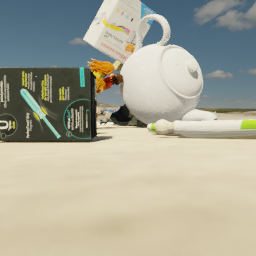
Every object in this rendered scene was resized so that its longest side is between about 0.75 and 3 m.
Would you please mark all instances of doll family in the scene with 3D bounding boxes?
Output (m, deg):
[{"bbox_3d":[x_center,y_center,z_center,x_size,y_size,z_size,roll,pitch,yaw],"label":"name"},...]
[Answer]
[{"bbox_3d":[-1.025,-1.053,7.411,1.462,1.062,2.356,-16,33,39],"label":"doll family"}]

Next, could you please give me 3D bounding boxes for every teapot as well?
[{"bbox_3d":[1.184,-1.464,8.191,2.730,2.694,1.994,25,-30,-24],"label":"teapot"}]

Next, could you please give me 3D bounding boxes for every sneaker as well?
[{"bbox_3d":[0.215,-0.868,11.161,1.095,1.641,2.864,1,-2,-30],"label":"sneaker"}]

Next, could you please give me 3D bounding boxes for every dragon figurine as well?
[{"bbox_3d":[-0.560,-0.561,13.742,1.416,0.838,2.849,0,2,8],"label":"dragon figurine"}]

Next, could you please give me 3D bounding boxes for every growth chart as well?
[{"bbox_3d":[1.357,-0.016,4.615,2.158,0.264,2.982,-1,1,11],"label":"growth chart"}]

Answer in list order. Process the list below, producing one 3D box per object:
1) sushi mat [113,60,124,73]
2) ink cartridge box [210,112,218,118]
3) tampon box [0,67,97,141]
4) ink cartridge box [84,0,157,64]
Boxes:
[{"bbox_3d":[0.158,-2.514,10.535,0.151,1.195,2.497,38,2,-31],"label":"sushi mat"},{"bbox_3d":[3.563,-0.398,13.479,0.683,0.390,1.316,-1,-14,-34],"label":"ink cartridge box"},{"bbox_3d":[-0.877,-0.246,3.089,1.014,0.760,0.640,0,2,0],"label":"tampon box"},{"bbox_3d":[-0.304,-3.329,9.343,1.416,1.924,1.392,24,13,-31],"label":"ink cartridge box"}]
